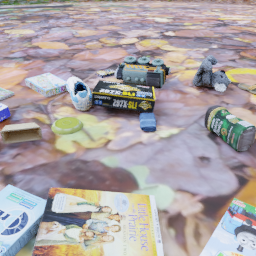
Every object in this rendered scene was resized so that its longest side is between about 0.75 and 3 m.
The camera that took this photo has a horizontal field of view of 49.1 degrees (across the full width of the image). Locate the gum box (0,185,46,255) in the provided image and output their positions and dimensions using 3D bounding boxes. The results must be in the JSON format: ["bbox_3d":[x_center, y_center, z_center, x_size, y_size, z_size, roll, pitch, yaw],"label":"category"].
[{"bbox_3d":[-3.019,2.329,6.851,1.577,0.413,1.856,15,34,23],"label":"gum box"}]

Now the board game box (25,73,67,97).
[{"bbox_3d":[-4.196,-2.287,14.616,1.442,0.367,2.145,-26,39,-35],"label":"board game box"}]

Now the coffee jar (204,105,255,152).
[{"bbox_3d":[3.644,-0.049,10.244,0.841,1.028,1.971,-14,33,-19],"label":"coffee jar"}]

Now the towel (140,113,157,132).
[{"bbox_3d":[0.792,-0.229,11.263,0.653,0.284,1.170,1,32,0],"label":"towel"}]

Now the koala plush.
[{"bbox_3d":[4.403,-2.560,14.373,1.765,1.622,1.565,33,37,10],"label":"koala plush"}]

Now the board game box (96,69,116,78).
[{"bbox_3d":[-1.264,-3.190,16.319,1.007,0.174,0.682,-20,36,-29],"label":"board game box"}]

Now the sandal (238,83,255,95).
[{"bbox_3d":[6.349,-2.046,14.143,0.654,0.440,1.629,-21,37,-31],"label":"sandal"}]

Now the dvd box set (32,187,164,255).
[{"bbox_3d":[-0.622,2.302,6.504,2.730,0.401,1.998,6,33,-6],"label":"dvd box set"}]

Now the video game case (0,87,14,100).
[{"bbox_3d":[-6.600,-1.633,13.721,1.494,0.165,1.360,20,37,30],"label":"video game case"}]

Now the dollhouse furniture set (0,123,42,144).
[{"bbox_3d":[-4.086,0.336,9.269,2.386,1.891,1.693,-7,47,-17],"label":"dollhouse furniture set"}]

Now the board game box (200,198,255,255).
[{"bbox_3d":[2.755,2.775,6.060,1.882,0.455,2.488,22,38,31],"label":"board game box"}]

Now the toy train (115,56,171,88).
[{"bbox_3d":[0.756,-3.002,15.090,2.970,1.266,1.693,9,42,15],"label":"toy train"}]

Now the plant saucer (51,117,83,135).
[{"bbox_3d":[-2.433,-0.144,11.208,1.257,0.195,1.257,1,31,0],"label":"plant saucer"}]

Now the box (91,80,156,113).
[{"bbox_3d":[-0.163,-1.454,12.457,2.659,0.656,2.123,8,25,0],"label":"box"}]

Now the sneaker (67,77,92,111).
[{"bbox_3d":[-2.282,-1.856,13.154,1.045,1.053,2.907,-5,33,-20],"label":"sneaker"}]

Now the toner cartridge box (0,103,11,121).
[{"bbox_3d":[-5.933,-0.312,11.065,1.062,0.483,2.236,20,40,27],"label":"toner cartridge box"}]
